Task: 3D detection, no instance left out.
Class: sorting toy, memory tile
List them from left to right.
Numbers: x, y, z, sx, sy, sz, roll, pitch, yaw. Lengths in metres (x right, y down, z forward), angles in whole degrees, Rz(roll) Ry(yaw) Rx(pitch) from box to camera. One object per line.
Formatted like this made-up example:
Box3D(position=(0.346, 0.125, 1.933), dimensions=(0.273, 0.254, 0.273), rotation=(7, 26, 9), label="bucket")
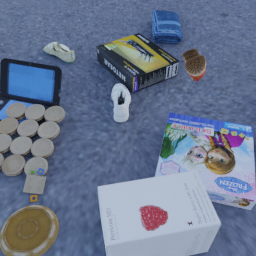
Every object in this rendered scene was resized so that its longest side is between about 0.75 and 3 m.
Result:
Box3D(position=(-3.303, 0.310, 9.010), dimensions=(2.118, 0.232, 2.763), rotation=(5, 54, 5), label="memory tile")
Box3D(position=(-2.636, 1.612, 7.929), dimensions=(0.551, 0.133, 0.979), rotation=(6, 62, -3), label="sorting toy")

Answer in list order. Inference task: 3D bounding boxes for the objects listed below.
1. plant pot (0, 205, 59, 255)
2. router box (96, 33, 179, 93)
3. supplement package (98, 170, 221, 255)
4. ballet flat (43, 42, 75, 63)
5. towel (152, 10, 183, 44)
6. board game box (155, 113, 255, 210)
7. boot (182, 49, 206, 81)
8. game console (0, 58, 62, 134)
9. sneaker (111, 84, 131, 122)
Box3D(position=(-2.488, 2.551, 7.019), dimensions=(1.466, 0.201, 1.466), rotation=(0, 44, 0), label="plant pot")
Box3D(position=(0.355, -2.918, 12.107), dimensions=(2.336, 0.776, 2.971), rotation=(-25, 50, -23), label="router box")
Box3D(position=(0.608, 2.140, 6.539), dimensions=(2.423, 1.451, 1.469), rotation=(-8, 45, -8), label="supplement package")
Box3D(position=(-3.196, -3.625, 12.933), dimensions=(1.982, 0.689, 0.689), rotation=(29, 51, 26), label="ballet flat")
Box3D(position=(2.024, -5.330, 14.641), dimensions=(1.529, 0.665, 2.739), rotation=(2, 45, 1), label="towel")
Box3D(position=(2.322, 0.838, 8.390), dimensions=(2.707, 0.557, 2.700), rotation=(10, 49, 10), label="board game box")
Box3D(position=(1.873, -1.560, 7.579), dimensions=(0.553, 0.791, 1.475), rotation=(-18, 28, 15), label="boot")
Box3D(position=(-3.763, -1.159, 9.854), dimensions=(2.486, 1.471, 2.122), rotation=(11, 46, 11), label="game console")
Box3D(position=(-0.241, -1.165, 10.286), dimensions=(0.745, 0.876, 1.980), rotation=(-4, 45, -2), label="sneaker")
